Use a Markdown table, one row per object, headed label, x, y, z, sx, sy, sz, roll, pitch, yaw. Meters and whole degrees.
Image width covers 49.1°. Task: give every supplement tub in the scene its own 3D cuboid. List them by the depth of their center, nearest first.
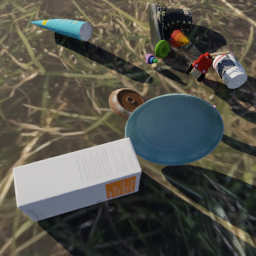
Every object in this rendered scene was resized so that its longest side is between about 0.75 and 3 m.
| label | x | y | z | sx | sy | sz | roll | pitch | yaw |
| --- | --- | --- | --- | --- | --- | --- | --- | --- | --- |
| supplement tub | 3.550 | -2.018 | 9.768 | 0.796 | 0.796 | 1.135 | -12 | 56 | -8 |

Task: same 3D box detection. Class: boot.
| label | x | y | z | sx | sy | sz | roll | pitch | yaw |
| --- | --- | --- | --- | --- | --- | --- | --- | --- | --- |
| boot | 1.761 | -4.055 | 11.185 | 1.732 | 0.828 | 2.293 | -1 | 62 | -8 |

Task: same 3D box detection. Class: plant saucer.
| label | x | y | z | sx | sy | sz | roll | pitch | yaw |
| --- | --- | --- | --- | --- | --- | --- | --- | --- | --- |
| plant saucer | 1.186 | 0.018 | 7.375 | 2.517 | 2.517 | 0.452 | 2 | 42 | 2 |
| plant saucer | 0.053 | -0.832 | 9.037 | 1.338 | 0.245 | 1.338 | 12 | 50 | -15 |

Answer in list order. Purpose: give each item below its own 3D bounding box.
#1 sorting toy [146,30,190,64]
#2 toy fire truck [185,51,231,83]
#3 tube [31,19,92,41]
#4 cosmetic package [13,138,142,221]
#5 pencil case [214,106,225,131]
| label | x | y | z | sx | sy | sz | roll | pitch | yaw |
| --- | --- | --- | --- | --- | --- | --- | --- | --- | --- |
| sorting toy | 1.547 | -2.906 | 10.340 | 1.958 | 0.679 | 0.674 | -38 | 43 | -17 |
| toy fire truck | 2.687 | -2.213 | 9.381 | 0.853 | 1.326 | 1.167 | 37 | 23 | 2 |
| tube | -2.586 | -3.987 | 11.006 | 2.631 | 0.663 | 1.019 | 22 | 28 | 29 |
| cosmetic package | -1.177 | 1.315 | 7.039 | 2.846 | 1.443 | 1.014 | -14 | 61 | -9 |
| pencil case | 2.611 | -0.232 | 8.479 | 0.369 | 0.386 | 0.892 | -27 | 103 | -3 |
